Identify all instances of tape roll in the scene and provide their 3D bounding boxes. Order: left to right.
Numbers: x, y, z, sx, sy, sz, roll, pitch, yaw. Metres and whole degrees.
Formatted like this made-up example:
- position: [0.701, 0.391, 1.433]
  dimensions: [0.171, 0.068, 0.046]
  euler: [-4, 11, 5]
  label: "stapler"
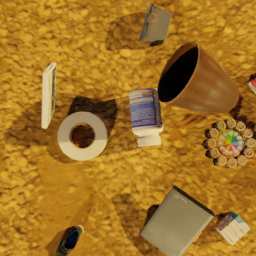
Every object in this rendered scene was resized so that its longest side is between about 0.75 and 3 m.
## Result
- position: [-1.842, 0.332, 11.476]
  dimensions: [2.034, 0.372, 2.034]
  euler: [0, 86, 1]
  label: "tape roll"

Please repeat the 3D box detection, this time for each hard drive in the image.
- position: [1.822, 3.638, 10.685]
  dimensions: [1.756, 0.414, 2.516]
  euler: [34, 111, 10]
  label: "hard drive"

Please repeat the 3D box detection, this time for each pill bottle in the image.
- position: [0.729, -0.394, 11.087]
  dimensions: [1.232, 1.232, 2.199]
  euler: [-5, 87, 0]
  label: "pill bottle"

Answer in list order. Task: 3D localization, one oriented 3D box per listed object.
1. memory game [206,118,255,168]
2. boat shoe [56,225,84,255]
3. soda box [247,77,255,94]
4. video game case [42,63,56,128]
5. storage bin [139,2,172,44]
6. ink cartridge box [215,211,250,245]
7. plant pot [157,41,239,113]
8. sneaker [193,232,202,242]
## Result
- position: [4.254, 0.623, 11.576]
  dimensions: [2.065, 0.132, 2.065]
  euler: [0, 87, 0]
  label: "memory game"
- position: [-2.368, 4.619, 11.124]
  dimensions: [0.593, 0.526, 1.587]
  euler: [42, 87, 2]
  label: "boat shoe"
- position: [6.124, -1.115, 11.330]
  dimensions: [0.926, 0.839, 2.646]
  euler: [-37, 87, -2]
  label: "soda box"
- position: [-2.432, -1.041, 8.630]
  dimensions: [0.196, 1.526, 1.678]
  euler: [5, 112, -7]
  label: "video game case"
- position: [1.175, -4.241, 11.493]
  dimensions: [1.001, 1.084, 1.490]
  euler: [13, 86, -9]
  label: "storage bin"
- position: [4.110, 3.948, 11.076]
  dimensions: [0.966, 0.706, 0.709]
  euler: [-41, 87, -2]
  label: "ink cartridge box"
- position: [2.483, -1.363, 9.293]
  dimensions: [2.256, 2.108, 2.108]
  euler: [23, 86, -22]
  label: "plant pot"
- position: [2.215, 3.677, 11.235]
  dimensions: [0.689, 0.652, 1.787]
  euler: [-37, 91, -25]
  label: "sneaker"
